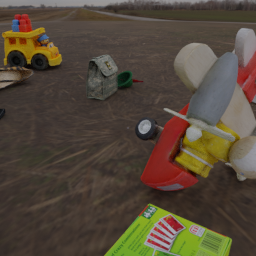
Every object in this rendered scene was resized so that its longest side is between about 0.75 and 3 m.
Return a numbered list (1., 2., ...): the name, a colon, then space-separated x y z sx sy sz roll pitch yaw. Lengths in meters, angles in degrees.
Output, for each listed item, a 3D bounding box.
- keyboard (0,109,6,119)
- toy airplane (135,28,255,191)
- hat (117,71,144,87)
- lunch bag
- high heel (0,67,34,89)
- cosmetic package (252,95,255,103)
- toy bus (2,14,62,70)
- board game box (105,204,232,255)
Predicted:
1. keyboard: -4.437 -0.433 8.118 1.683 0.173 1.070 -1 31 -3
2. toy airplane: 1.654 -0.103 4.489 2.770 2.758 1.955 -13 45 -23
3. hat: 0.026 -1.661 10.853 0.963 0.848 0.798 -21 46 19
4. lunch bag: -0.876 -1.785 9.599 0.805 1.369 1.123 9 26 20
5. high heel: -4.458 -1.880 10.299 1.666 0.835 2.337 -12 18 -6
6. cosmetic package: 4.670 -1.315 9.080 1.369 0.997 2.694 -9 28 -17
7. toy bus: -4.624 -4.139 13.467 2.545 2.443 1.727 3 24 3
8. board game box: 0.148 1.792 2.849 1.135 0.532 2.234 15 29 30
